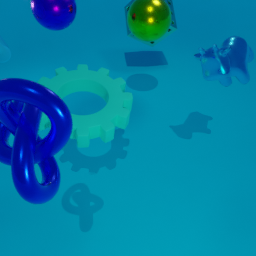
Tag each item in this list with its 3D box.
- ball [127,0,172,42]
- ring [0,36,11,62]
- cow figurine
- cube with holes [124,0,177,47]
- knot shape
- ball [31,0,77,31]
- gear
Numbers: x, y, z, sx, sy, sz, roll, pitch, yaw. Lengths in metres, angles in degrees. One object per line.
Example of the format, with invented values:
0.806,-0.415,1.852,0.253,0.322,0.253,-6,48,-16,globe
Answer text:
0.622,-3.210,8.224,1.299,1.299,1.299,0,38,0,ball
-3.708,-2.499,6.895,0.411,2.056,2.056,-39,46,-2,ring
2.086,-1.510,5.958,0.805,1.442,1.466,-2,56,45,cow figurine
0.855,-4.244,10.808,1.356,1.356,1.356,9,67,-39,cube with holes
-0.962,0.020,2.708,0.580,1.175,1.255,-16,58,-35,knot shape
-2.037,-3.337,7.735,1.229,1.229,1.229,0,38,0,ball
-0.964,-0.548,5.981,2.079,0.385,2.079,4,50,-4,gear
